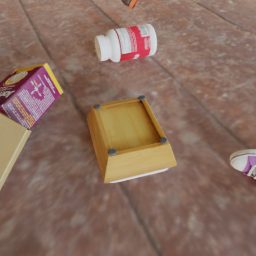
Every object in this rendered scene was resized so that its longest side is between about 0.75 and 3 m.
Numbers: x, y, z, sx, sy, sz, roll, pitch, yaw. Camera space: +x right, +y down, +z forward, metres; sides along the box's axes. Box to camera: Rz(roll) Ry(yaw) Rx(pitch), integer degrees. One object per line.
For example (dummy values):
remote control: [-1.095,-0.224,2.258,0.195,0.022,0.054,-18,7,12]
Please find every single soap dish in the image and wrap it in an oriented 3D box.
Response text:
soap dish: [0.006,0.165,6.709,1.694,0.874,2.153,-11,45,-11]

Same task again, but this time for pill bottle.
pill bottle: [-0.094,-2.905,9.696,1.963,1.102,1.102,-14,46,-13]

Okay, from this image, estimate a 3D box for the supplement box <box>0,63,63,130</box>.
supplement box: [-2.825,-0.726,7.298,1.263,0.996,1.930,-3,40,27]

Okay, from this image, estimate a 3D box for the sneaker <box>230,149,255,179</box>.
sneaker: [3.067,1.109,5.923,1.829,0.663,1.043,14,49,14]

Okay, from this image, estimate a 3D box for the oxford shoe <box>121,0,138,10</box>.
oxford shoe: [0.176,-2.967,5.809,0.335,0.923,0.329,33,25,-3]

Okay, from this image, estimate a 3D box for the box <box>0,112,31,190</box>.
box: [-3.103,0.577,5.933,1.605,0.209,1.963,26,88,21]
